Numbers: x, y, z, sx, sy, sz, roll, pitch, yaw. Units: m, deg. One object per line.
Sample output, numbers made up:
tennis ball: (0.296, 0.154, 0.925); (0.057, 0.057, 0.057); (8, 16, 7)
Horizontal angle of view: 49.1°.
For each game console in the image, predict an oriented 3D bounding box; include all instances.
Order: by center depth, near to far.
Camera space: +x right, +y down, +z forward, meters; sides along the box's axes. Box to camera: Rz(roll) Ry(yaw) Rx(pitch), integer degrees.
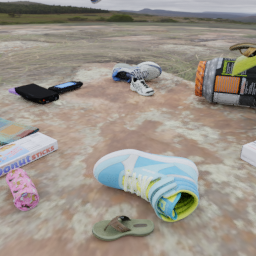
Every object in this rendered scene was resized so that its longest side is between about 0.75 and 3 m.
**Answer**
game console: (-3.374, -1.766, 12.588); (1.751, 0.358, 2.969); (23, 32, 30)

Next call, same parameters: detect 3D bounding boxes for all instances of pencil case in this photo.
pencil case: (-2.325, 1.316, 6.124); (0.465, 0.486, 1.123); (-47, 39, -7)

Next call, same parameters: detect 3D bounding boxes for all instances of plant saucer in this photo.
plant saucer: (3.963, -2.195, 8.118); (1.765, 0.423, 1.767); (-24, 3, 39)

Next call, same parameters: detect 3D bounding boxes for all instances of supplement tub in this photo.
supplement tub: (4.259, -1.798, 11.042); (2.986, 1.830, 1.830); (10, 27, 20)

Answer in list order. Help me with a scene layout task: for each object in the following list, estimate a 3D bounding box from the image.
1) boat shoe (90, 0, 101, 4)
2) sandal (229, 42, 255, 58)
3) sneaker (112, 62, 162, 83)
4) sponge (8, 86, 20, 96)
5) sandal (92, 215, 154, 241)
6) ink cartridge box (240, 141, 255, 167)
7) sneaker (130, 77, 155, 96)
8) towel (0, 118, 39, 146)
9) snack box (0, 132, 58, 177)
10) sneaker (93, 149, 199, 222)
boat shoe: (-0.841, -4.872, 9.859); (1.205, 0.436, 0.435); (-37, 68, 0)
sandal: (2.695, -1.656, 6.001); (1.116, 0.301, 0.448); (16, 15, 40)
sneaker: (0.390, -2.653, 14.124); (2.597, 1.001, 1.106); (-1, 35, 16)
sponge: (-4.931, -1.676, 12.762); (0.981, 0.146, 0.547); (19, 32, 32)
sandal: (-0.091, 1.797, 5.240); (1.173, 0.335, 0.466); (-4, 26, -8)
ink cartridge box: (3.650, 0.666, 7.522); (0.995, 0.422, 0.725); (-16, 29, -26)
sneaker: (0.621, -1.888, 12.644); (0.551, 0.638, 1.456); (-19, 33, -38)
towel: (-3.998, 0.096, 8.983); (1.828, 0.198, 1.340); (11, 28, 22)
snack box: (-3.174, 0.788, 7.376); (0.936, 0.316, 2.603); (19, 32, 35)
sneaker: (0.364, 1.197, 5.819); (2.368, 0.942, 1.546); (1, 24, 3)
